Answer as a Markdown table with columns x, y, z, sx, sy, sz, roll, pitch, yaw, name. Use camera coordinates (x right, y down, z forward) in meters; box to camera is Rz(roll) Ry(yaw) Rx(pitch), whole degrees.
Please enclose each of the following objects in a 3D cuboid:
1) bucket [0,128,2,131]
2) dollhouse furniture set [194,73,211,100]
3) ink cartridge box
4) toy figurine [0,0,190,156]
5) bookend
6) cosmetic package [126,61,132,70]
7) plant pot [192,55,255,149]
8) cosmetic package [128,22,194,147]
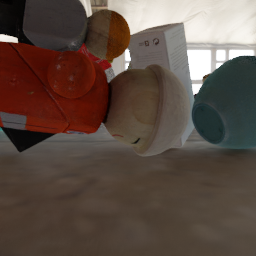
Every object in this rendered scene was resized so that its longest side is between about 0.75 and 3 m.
| x | y | z | sx | sy | sz | roll | pitch | yaw | name |
| --- | --- | --- | --- | --- | --- | --- | --- | --- | --- |
| -3.634 | -1.058 | 7.116 | 1.505 | 2.313 | 2.313 | 19 | 9 | 7 | bucket |
| 2.130 | -0.556 | 8.874 | 1.830 | 1.450 | 1.299 | -23 | -54 | 39 | dollhouse furniture set |
| -0.634 | -1.051 | 5.891 | 0.697 | 2.074 | 1.205 | -25 | 39 | -2 | ink cartridge box |
| -0.278 | -1.518 | 2.576 | 2.065 | 2.969 | 2.923 | 8 | 32 | -19 | toy figurine |
| -1.744 | -0.432 | 5.472 | 1.564 | 0.725 | 1.573 | -31 | 32 | -25 | bookend |
| 0.938 | -1.864 | 12.388 | 0.943 | 1.395 | 2.652 | -9 | 54 | -35 | cosmetic package |
| 1.823 | -0.303 | 4.983 | 1.139 | 1.691 | 1.691 | -26 | 17 | -23 | plant pot |
| 0.706 | -0.805 | 5.315 | 0.784 | 2.117 | 1.076 | 3 | 27 | 31 | cosmetic package |
